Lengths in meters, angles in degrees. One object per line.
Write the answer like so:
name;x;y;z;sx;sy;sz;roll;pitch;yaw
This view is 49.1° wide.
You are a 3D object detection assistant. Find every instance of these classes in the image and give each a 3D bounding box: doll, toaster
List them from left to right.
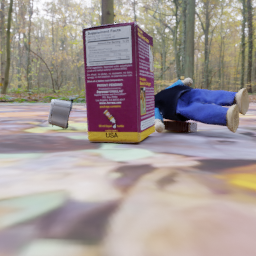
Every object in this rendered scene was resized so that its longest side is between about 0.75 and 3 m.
toaster;-1.881;-0.436;7.775;0.581;0.900;0.511;11;14;-17
doll;1.305;-0.554;7.077;2.999;0.727;2.046;11;49;41

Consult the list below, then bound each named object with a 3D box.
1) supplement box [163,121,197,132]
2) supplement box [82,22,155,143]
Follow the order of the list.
supplement box;1.354;-0.051;7.429;0.844;0.257;0.459;4;3;36
supplement box;-0.124;-0.891;5.912;1.145;2.219;1.453;0;6;18
